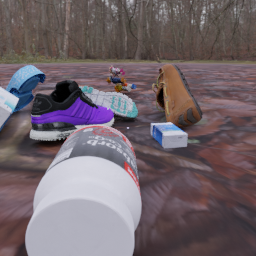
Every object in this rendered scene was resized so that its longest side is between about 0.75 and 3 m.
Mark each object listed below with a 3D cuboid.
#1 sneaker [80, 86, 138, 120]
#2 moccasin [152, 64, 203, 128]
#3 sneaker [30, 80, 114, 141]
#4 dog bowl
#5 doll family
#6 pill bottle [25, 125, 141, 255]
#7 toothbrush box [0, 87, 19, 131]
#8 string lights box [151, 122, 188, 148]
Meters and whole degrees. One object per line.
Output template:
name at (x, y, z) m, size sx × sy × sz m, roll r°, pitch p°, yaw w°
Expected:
sneaker at (-0.670, -0.625, 8.378) m, size 1.945 × 0.887 × 0.755 m, roll 18°, pitch 59°, yaw 0°
moccasin at (1.253, -0.963, 8.206) m, size 1.154 × 1.094 × 2.991 m, roll -26°, pitch 38°, yaw 14°
sneaker at (-1.200, -0.525, 6.762) m, size 0.890 × 1.273 × 2.560 m, roll 6°, pitch 13°, yaw 33°
dog bowl at (-3.362, -1.253, 8.921) m, size 0.459 × 1.853 × 1.033 m, roll 48°, pitch 35°, yaw 5°
doll family at (-0.451, -2.084, 12.902) m, size 1.006 × 1.621 × 0.731 m, roll 12°, pitch 64°, yaw 44°
pill bottle at (-0.395, 0.682, 3.068) m, size 1.058 × 1.058 × 1.827 m, roll 0°, pitch 16°, yaw -2°
toothbrush box at (-3.489, -0.603, 6.387) m, size 1.586 × 0.924 × 2.166 m, roll 35°, pitch 0°, yaw -21°
string lights box at (0.911, 0.142, 6.418) m, size 0.530 × 0.304 × 1.031 m, roll -3°, pitch 16°, yaw -11°
